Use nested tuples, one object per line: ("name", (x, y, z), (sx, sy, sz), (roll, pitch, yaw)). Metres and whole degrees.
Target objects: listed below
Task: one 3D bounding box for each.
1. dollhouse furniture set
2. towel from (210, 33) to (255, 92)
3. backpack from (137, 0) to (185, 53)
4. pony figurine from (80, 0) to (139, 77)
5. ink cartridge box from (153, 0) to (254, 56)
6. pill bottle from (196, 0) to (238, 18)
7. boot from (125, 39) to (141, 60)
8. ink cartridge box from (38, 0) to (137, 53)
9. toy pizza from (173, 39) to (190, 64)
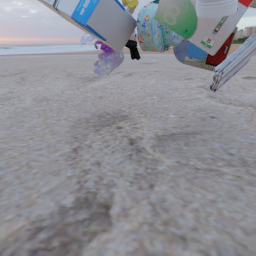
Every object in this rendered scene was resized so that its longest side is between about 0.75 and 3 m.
("dollhouse furniture set", (2.505, -2.405, 6.422), (1.827, 2.608, 1.838), (16, 29, 7))
("towel", (2.605, -1.556, 6.897), (0.222, 1.368, 1.862), (50, 6, 13))
("backpack", (1.005, -3.055, 8.475), (1.246, 1.469, 1.655), (19, 41, 35))
("pony figurine", (-0.628, -3.729, 11.108), (2.713, 2.340, 2.810), (-27, -16, 0))
("ink cartridge box", (1.344, -2.230, 4.755), (1.399, 1.739, 0.436), (33, 63, 3))
("pill bottle", (1.226, -2.283, 3.904), (0.783, 1.310, 0.783), (-8, 34, 5))
("boot", (0.066, -3.032, 10.839), (0.912, 0.766, 0.348), (26, 58, 35))
("ink cartridge box", (-1.350, -3.678, 8.576), (2.739, 1.154, 1.999), (38, 10, 25))
("toy pizza", (2.472, -3.119, 10.468), (1.613, 1.613, 0.256), (-2, 38, -5))
